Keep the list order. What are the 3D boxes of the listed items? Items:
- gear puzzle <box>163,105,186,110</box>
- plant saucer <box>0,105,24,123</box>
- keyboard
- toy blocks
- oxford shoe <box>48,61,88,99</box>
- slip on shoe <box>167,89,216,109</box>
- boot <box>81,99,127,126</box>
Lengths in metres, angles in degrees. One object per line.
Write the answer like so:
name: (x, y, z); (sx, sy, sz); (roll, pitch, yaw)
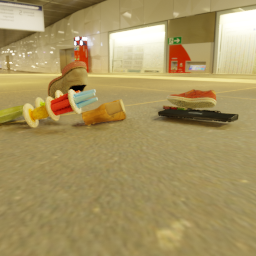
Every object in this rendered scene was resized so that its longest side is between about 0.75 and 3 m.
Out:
gear puzzle: (2.047, -0.740, 11.448); (1.248, 0.163, 0.646); (7, -5, 12)
plant saucer: (-4.149, -0.431, 9.517); (1.622, 0.252, 1.622); (-13, 17, 4)
keyboard: (2.507, -0.461, 9.951); (2.655, 0.273, 1.687); (8, 15, 33)
toy blocks: (-2.005, -0.837, 9.092); (2.223, 0.807, 1.853); (-17, 16, 7)
oxford shoe: (-2.502, -1.534, 11.375); (1.020, 1.083, 2.896); (-7, -17, -35)
slip on shoe: (2.650, -1.255, 11.724); (2.192, 0.671, 0.812); (3, -24, 39)
boot: (-0.814, -0.496, 9.588); (1.414, 0.695, 1.976); (-17, -4, 4)
